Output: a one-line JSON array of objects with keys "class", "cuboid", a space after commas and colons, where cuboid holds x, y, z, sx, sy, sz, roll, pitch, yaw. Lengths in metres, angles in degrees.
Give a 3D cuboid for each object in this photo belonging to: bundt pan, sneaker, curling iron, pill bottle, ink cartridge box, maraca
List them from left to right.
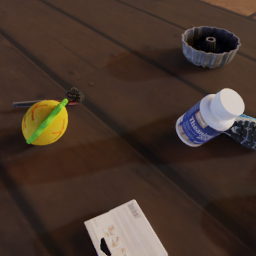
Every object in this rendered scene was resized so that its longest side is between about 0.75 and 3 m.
[{"class": "maraca", "cuboid": [-2.221, -0.175, 7.645, 1.141, 2.134, 1.463, 38, 69, -16]}, {"class": "curling iron", "cuboid": [-2.597, -0.921, 9.220, 2.277, 0.564, 0.291, -10, 9, -7]}, {"class": "ink cartridge box", "cuboid": [-0.079, 2.431, 6.046, 1.289, 0.327, 1.463, -19, 48, -19]}, {"class": "bundt pan", "cuboid": [3.221, -3.177, 11.218, 2.279, 0.855, 2.279, 1, 46, -1]}, {"class": "pill bottle", "cuboid": [2.169, -0.267, 7.512, 1.010, 1.821, 1.010, 10, 62, -20]}, {"class": "sneaker", "cuboid": [3.313, -0.251, 8.297, 2.415, 0.947, 1.086, 25, 47, 23]}]
